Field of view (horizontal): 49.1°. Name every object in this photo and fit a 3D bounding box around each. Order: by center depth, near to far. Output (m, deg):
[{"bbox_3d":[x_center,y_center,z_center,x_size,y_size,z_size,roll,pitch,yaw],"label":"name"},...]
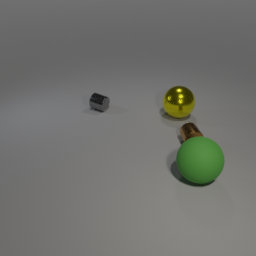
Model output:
[{"bbox_3d":[2.159,0.955,8.404,1.400,1.400,1.400,0,29,0],"label":"ball"},{"bbox_3d":[2.327,0.258,10.291,0.700,0.700,0.700,-3,30,-6],"label":"cylinder"},{"bbox_3d":[2.193,-1.119,12.084,1.400,1.400,1.400,0,29,0],"label":"ball"},{"bbox_3d":[-1.306,-1.189,12.843,0.700,0.700,0.700,21,35,19],"label":"cylinder"}]
